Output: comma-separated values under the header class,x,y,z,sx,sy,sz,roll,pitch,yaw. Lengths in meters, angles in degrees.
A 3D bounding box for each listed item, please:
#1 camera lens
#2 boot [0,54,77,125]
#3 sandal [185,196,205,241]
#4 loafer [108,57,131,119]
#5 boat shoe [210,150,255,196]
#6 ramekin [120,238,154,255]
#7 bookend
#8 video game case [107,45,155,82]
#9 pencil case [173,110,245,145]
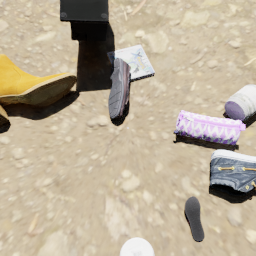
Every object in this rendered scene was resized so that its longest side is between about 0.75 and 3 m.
class,x,y,z,sx,sy,sz,roll,pitch,yaw
camera lens,3.349,-0.714,7.969,0.978,0.782,0.782,-34,65,-19
boot,-3.219,-1.499,8.265,2.942,1.035,2.106,-28,66,-10
sandal,1.570,2.147,6.658,0.382,0.229,1.018,-8,74,2
loafer,-0.158,-1.155,8.269,0.610,0.696,1.936,15,66,-35
boat shoe,3.099,1.245,6.893,2.144,0.759,0.973,9,60,14
ramekin,0.201,2.796,6.138,0.779,0.380,0.779,-1,60,2
bookend,-1.353,-3.779,8.871,1.305,2.834,2.816,-1,76,-7
video game case,0.076,-2.106,9.154,1.217,0.147,1.335,-17,62,-9
pencil case,2.152,-0.040,7.601,1.760,0.752,0.738,10,57,4
